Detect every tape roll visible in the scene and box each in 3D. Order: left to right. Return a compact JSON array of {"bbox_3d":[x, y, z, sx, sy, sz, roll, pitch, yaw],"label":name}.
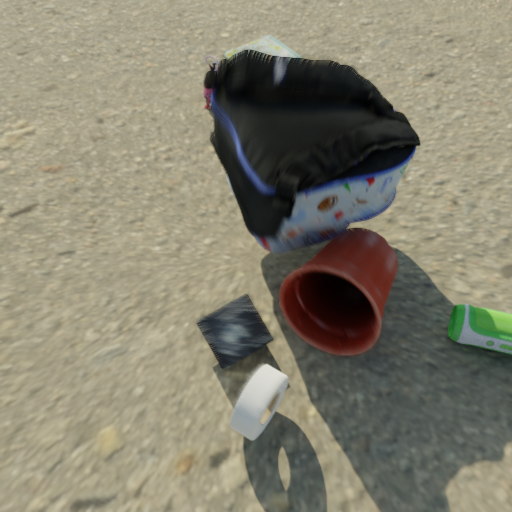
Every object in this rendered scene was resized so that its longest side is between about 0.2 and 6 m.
[{"bbox_3d":[0.052,2.083,7.961,0.362,1.036,1.036,27,54,18],"label":"tape roll"}]

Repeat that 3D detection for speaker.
[{"bbox_3d":[3.923,1.223,8.953,1.544,0.683,0.683,13,51,11],"label":"speaker"}]

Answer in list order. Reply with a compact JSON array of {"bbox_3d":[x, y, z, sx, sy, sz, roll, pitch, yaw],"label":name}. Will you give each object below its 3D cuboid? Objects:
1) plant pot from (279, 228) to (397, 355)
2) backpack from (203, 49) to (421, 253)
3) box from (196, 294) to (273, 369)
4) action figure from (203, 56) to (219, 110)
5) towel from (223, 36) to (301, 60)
[{"bbox_3d":[1.471,0.452,9.063,1.656,1.656,1.611,23,42,19],"label":"plant pot"},{"bbox_3d":[0.982,-1.677,9.510,3.103,2.509,3.257,-15,61,-13],"label":"backpack"},{"bbox_3d":[-0.340,1.191,8.866,0.856,0.511,0.870,-28,84,-22],"label":"box"},{"bbox_3d":[-0.957,-4.014,13.317,0.768,0.854,1.146,22,84,29],"label":"action figure"},{"bbox_3d":[0.221,-4.936,14.395,1.560,0.439,1.822,-30,56,-19],"label":"towel"}]
